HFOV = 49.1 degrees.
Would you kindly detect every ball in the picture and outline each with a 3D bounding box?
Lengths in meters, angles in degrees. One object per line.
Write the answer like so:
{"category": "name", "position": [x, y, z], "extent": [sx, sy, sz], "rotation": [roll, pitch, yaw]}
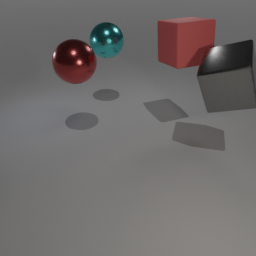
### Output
{"category": "ball", "position": [-1.697, -2.104, 8.927], "extent": [1.400, 1.400, 1.400], "rotation": [0, 29, 0]}
{"category": "ball", "position": [-0.860, -3.528, 11.308], "extent": [1.400, 1.400, 1.400], "rotation": [0, 29, 0]}

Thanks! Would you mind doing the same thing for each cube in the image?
{"category": "cube", "position": [2.905, -1.450, 8.035], "extent": [1.400, 1.400, 1.400], "rotation": [-5, 42, 29]}
{"category": "cube", "position": [1.926, -2.910, 9.457], "extent": [1.400, 1.400, 1.400], "rotation": [-13, 27, -18]}
